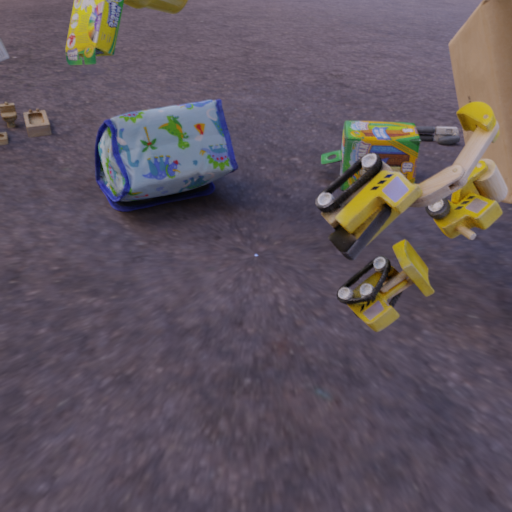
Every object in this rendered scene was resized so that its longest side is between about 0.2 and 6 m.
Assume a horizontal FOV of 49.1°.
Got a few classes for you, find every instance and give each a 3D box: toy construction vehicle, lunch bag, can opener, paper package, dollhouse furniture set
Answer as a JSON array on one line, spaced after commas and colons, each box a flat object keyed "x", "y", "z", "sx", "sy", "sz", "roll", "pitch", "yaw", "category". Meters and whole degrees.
[{"x": 0.920, "y": -0.135, "z": 3.171, "sx": 1.232, "sy": 1.072, "sz": 0.434, "roll": -40, "pitch": 44, "yaw": 7, "category": "toy construction vehicle"}, {"x": -1.672, "y": -1.641, "z": 9.668, "sx": 1.981, "sy": 1.485, "sz": 2.330, "roll": -15, "pitch": 6, "yaw": -23, "category": "lunch bag"}, {"x": 3.809, "y": -2.643, "z": 12.269, "sx": 1.261, "sy": 0.336, "sz": 0.422, "roll": 3, "pitch": 31, "yaw": 7, "category": "can opener"}, {"x": 2.712, "y": -1.562, "z": 5.714, "sx": 0.979, "sy": 1.892, "sz": 1.804, "roll": -10, "pitch": 7, "yaw": 12, "category": "paper package"}, {"x": -5.514, "y": -3.331, "z": 12.509, "sx": 1.517, "sy": 1.236, "sz": 1.442, "roll": -13, "pitch": 34, "yaw": -19, "category": "dollhouse furniture set"}]

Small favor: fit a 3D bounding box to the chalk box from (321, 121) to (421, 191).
[{"x": 2.056, "y": -1.854, "z": 10.338, "sx": 1.689, "sy": 1.047, "sz": 1.054, "roll": 3, "pitch": 32, "yaw": 5, "category": "chalk box"}]

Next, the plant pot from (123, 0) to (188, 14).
[{"x": -1.763, "y": -4.792, "z": 9.778, "sx": 1.076, "sy": 1.143, "sz": 1.143, "roll": 9, "pitch": 18, "yaw": -46, "category": "plant pot"}]

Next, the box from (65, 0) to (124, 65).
[{"x": -2.233, "y": -3.352, "z": 7.817, "sx": 0.842, "sy": 1.435, "sz": 0.347, "roll": 16, "pitch": 4, "yaw": 41, "category": "box"}]

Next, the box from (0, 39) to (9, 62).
[{"x": -3.221, "y": -2.472, "z": 6.307, "sx": 0.535, "sy": 0.624, "sz": 0.621, "roll": -30, "pitch": 40, "yaw": -16, "category": "box"}]
